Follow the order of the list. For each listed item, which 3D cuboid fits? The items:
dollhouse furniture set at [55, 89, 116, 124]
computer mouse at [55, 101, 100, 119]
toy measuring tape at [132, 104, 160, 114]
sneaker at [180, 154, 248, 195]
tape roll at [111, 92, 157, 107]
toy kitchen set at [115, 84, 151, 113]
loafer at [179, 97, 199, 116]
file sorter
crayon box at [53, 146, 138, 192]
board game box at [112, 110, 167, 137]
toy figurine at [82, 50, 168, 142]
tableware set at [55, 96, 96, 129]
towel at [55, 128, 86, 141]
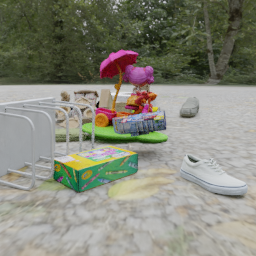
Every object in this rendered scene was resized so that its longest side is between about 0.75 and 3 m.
[{"bbox_3d":[-1.938,-1.013,10.865,2.780,1.441,1.231,-1,-31,10],"label":"dollhouse furniture set"},{"bbox_3d":[-2.086,-0.639,11.995,2.365,0.519,1.297,-11,-17,-18],"label":"computer mouse"},{"bbox_3d":[0.712,-0.576,11.049,1.002,1.002,2.725,2,12,10],"label":"toy measuring tape"},{"bbox_3d":[1.506,0.820,5.138,0.512,0.497,1.403,-9,14,-38],"label":"sneaker"},{"bbox_3d":[0.262,-1.431,15.339,2.648,0.926,2.648,0,11,0],"label":"tape roll"},{"bbox_3d":[-0.027,-1.259,12.320,1.949,1.763,2.161,-1,11,-2],"label":"toy kitchen set"},{"bbox_3d":[3.018,-1.072,13.690,0.858,0.856,2.453,4,12,19],"label":"loafer"},{"bbox_3d":[-1.780,0.219,5.845,1.305,1.454,2.095,8,14,23],"label":"file sorter"},{"bbox_3d":[-0.622,0.757,5.608,1.493,0.435,0.887,-10,15,-42],"label":"crayon box"},{"bbox_3d":[0.238,-0.075,6.964,1.390,0.429,1.391,-7,9,10],"label":"board game box"},{"bbox_3d":[0.019,-1.078,8.735,2.811,2.588,2.111,10,11,19],"label":"toy figurine"},{"bbox_3d":[-1.929,-0.596,10.550,1.693,0.196,1.414,-29,51,-24],"label":"tableware set"},{"bbox_3d":[-2.051,0.215,8.798,1.433,0.262,1.064,-3,11,-12],"label":"towel"}]
